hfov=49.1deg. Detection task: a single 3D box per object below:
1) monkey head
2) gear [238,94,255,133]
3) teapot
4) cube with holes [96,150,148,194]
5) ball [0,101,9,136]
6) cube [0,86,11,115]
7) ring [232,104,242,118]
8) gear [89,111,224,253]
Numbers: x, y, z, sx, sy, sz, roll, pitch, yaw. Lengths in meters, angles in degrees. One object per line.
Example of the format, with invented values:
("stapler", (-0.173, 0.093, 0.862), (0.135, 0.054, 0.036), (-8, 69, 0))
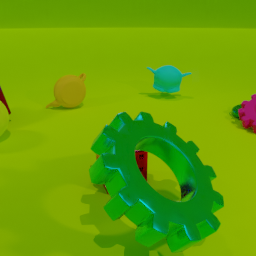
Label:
("monkey head", (1.527, -1.895, 10.851), (1.705, 1.027, 1.227), (8, 11, 4))
("gear", (3.975, -0.472, 7.770), (1.659, 0.307, 1.659), (-18, 33, 12))
("teapot", (-2.082, -1.243, 9.576), (1.799, 1.119, 0.881), (-46, 36, -11))
("cube with holes", (-0.137, 0.647, 5.284), (0.765, 0.765, 0.765), (-8, 23, -19))
("ball", (-3.575, -0.237, 6.912), (1.172, 1.172, 1.172), (0, 22, 0))
("cube", (-4.273, -0.706, 7.898), (1.133, 1.133, 1.133), (12, 38, 28))
("ring", (3.947, -0.485, 8.832), (1.290, 0.258, 1.290), (0, 22, 0))
("gear", (0.443, 0.642, 3.939), (2.003, 0.370, 2.003), (24, 39, -21))
